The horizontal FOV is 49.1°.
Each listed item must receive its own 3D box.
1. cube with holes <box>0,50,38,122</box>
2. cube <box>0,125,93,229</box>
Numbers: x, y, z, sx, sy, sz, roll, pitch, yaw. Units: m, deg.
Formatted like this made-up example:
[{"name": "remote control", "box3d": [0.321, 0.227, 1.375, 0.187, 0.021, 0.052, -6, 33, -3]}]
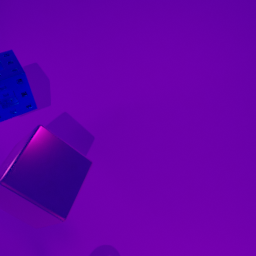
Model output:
[{"name": "cube with holes", "box3d": [-2.814, -0.924, 6.275, 1.035, 1.035, 1.035, -24, 51, -19]}, {"name": "cube", "box3d": [-1.602, 0.911, 5.009, 1.215, 1.215, 1.215, 39, 49, -21]}]
